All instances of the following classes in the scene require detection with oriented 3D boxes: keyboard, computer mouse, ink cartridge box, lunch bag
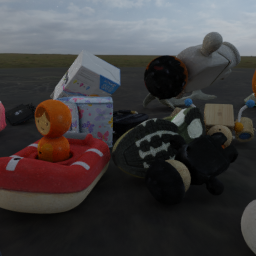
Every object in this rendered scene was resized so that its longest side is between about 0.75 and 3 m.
[{"bbox_3d":[-3.524,-0.418,9.444,1.017,0.387,1.954,-32,28,-19],"label":"keyboard"},{"bbox_3d":[-0.124,-0.140,7.819,2.287,0.526,1.606,0,15,44],"label":"computer mouse"},{"bbox_3d":[-1.401,-1.121,8.598,1.303,2.263,0.768,23,44,-29],"label":"ink cartridge box"},{"bbox_3d":[-1.024,-0.131,6.521,1.334,1.131,0.848,1,16,-4],"label":"lunch bag"}]

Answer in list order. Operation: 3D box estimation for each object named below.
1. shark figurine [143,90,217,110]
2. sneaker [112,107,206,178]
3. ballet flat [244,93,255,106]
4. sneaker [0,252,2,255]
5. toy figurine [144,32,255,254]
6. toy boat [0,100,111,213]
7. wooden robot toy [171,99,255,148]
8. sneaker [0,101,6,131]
[{"bbox_3d":[1.932,-1.114,11.051,3.084,1.843,1.287,10,32,-36],"label":"shark figurine"},{"bbox_3d":[0.540,0.343,5.626,1.235,1.072,2.787,-17,-1,41],"label":"sneaker"},{"bbox_3d":[5.587,-1.177,10.833,0.992,0.938,2.944,-3,15,-9],"label":"ballet flat"},{"bbox_3d":[-1.393,1.463,1.821,0.743,0.636,1.811,-20,16,-5],"label":"sneaker"},{"bbox_3d":[1.325,0.053,3.447,1.679,2.376,2.414,-22,26,-32],"label":"toy figurine"},{"bbox_3d":[-1.143,0.288,4.287,1.441,1.444,2.209,3,15,12],"label":"toy boat"},{"bbox_3d":[2.264,0.114,6.604,2.644,1.165,1.200,3,50,11],"label":"wooden robot toy"},{"bbox_3d":[-3.640,-0.614,7.372,0.589,1.598,0.693,-1,16,18],"label":"sneaker"}]
